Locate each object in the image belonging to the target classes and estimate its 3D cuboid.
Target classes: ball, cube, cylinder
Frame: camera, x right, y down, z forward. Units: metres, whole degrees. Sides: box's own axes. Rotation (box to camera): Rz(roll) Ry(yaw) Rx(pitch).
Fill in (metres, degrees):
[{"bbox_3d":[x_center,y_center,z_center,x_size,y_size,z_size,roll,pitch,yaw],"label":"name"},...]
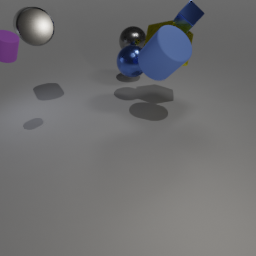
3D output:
[{"bbox_3d":[0.189,-2.950,12.395,1.400,1.400,1.400,0,33,0],"label":"ball"},{"bbox_3d":[1.652,-3.428,11.617,1.400,1.400,1.400,14,-3,-44],"label":"cube"},{"bbox_3d":[-3.750,-4.038,11.093,1.400,1.400,1.400,-14,27,-21],"label":"cylinder"},{"bbox_3d":[2.201,-4.033,10.211,0.700,0.700,0.700,-48,4,-10],"label":"cube"},{"bbox_3d":[-3.595,-2.392,8.218,0.700,0.700,0.700,16,38,-13],"label":"cylinder"},{"bbox_3d":[1.267,-2.588,9.803,1.400,1.400,1.400,10,66,-25],"label":"cylinder"},{"bbox_3d":[0.252,-4.319,13.918,1.400,1.400,1.400,0,33,0],"label":"ball"}]
